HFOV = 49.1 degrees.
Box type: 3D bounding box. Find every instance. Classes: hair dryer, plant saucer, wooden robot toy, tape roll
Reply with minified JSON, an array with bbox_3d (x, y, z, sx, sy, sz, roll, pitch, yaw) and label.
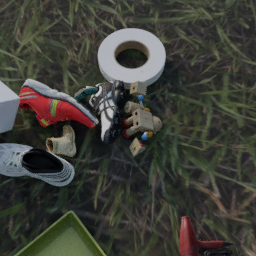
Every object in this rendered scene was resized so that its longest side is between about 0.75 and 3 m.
[{"bbox_3d":[2.039,3.232,7.674,1.378,0.492,1.809,-31,73,-32],"label":"hair dryer"},{"bbox_3d":[-1.680,3.684,7.327,2.116,0.507,2.119,-38,70,-16],"label":"plant saucer"},{"bbox_3d":[0.545,-0.223,9.081,1.127,1.094,2.483,13,62,-34],"label":"wooden robot toy"},{"bbox_3d":[0.141,-2.543,10.205,2.488,0.455,2.488,0,66,-1],"label":"tape roll"}]

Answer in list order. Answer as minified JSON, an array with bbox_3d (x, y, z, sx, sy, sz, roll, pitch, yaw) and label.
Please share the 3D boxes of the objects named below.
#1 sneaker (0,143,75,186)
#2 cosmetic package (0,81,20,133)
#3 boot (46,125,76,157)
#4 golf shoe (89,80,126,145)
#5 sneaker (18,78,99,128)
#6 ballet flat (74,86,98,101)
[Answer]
[{"bbox_3d":[-3.001,0.809,8.025,2.832,1.630,1.069,12,66,6],"label":"sneaker"},{"bbox_3d":[-4.970,-0.791,8.342,2.269,1.395,2.262,40,33,16],"label":"cosmetic package"},{"bbox_3d":[-2.096,0.340,8.673,0.869,0.407,1.118,13,55,-43],"label":"boot"},{"bbox_3d":[-0.744,-0.516,9.110,1.124,0.925,2.379,3,56,7],"label":"golf shoe"},{"bbox_3d":[-2.305,-0.520,9.121,2.935,1.130,1.246,24,83,16],"label":"sneaker"},{"bbox_3d":[-1.426,-1.243,9.466,1.013,0.341,0.323,-21,58,30],"label":"ballet flat"}]
